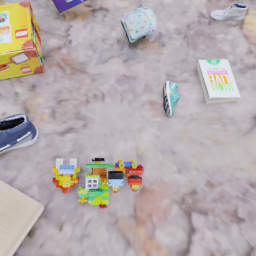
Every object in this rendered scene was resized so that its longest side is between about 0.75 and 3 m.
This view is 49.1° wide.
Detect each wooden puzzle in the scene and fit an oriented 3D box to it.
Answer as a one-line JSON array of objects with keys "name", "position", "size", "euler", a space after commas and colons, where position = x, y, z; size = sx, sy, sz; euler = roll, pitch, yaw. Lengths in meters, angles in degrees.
[{"name": "wooden puzzle", "position": [-3.059, 2.104, 6.053], "size": [1.988, 0.460, 1.841], "euler": [22, 60, 17]}]

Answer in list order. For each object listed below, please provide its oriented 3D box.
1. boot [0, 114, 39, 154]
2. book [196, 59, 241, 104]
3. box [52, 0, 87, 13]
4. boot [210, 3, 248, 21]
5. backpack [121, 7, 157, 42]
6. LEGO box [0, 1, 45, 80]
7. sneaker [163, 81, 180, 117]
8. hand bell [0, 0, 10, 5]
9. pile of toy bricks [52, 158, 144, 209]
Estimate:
[{"name": "boot", "position": [-3.283, 0.228, 6.795], "size": [2.038, 0.921, 0.741], "euler": [-22, 64, -11]}, {"name": "book", "position": [2.564, -1.356, 8.010], "size": [0.926, 0.333, 1.386], "euler": [-3, 61, -6]}, {"name": "box", "position": [-1.926, -4.856, 8.404], "size": [1.515, 2.146, 0.846], "euler": [-22, 37, 10]}, {"name": "boot", "position": [3.308, -3.847, 9.161], "size": [1.108, 0.529, 0.407], "euler": [2, 62, 1]}, {"name": "backpack", "position": [0.374, -3.128, 8.402], "size": [1.002, 0.768, 0.881], "euler": [-24, 104, 1]}, {"name": "LEGO box", "position": [-3.959, -2.444, 8.133], "size": [2.669, 1.030, 1.987], "euler": [-11, 63, -6]}, {"name": "sneaker", "position": [1.210, -0.819, 7.652], "size": [0.444, 0.432, 1.115], "euler": [7, 62, -6]}, {"name": "hand bell", "position": [-4.309, -4.338, 8.651], "size": [0.987, 1.895, 0.987], "euler": [0, 62, 0]}, {"name": "pile of toy bricks", "position": [-0.649, 1.314, 6.316], "size": [2.094, 1.162, 1.034], "euler": [1, 101, -11]}]
